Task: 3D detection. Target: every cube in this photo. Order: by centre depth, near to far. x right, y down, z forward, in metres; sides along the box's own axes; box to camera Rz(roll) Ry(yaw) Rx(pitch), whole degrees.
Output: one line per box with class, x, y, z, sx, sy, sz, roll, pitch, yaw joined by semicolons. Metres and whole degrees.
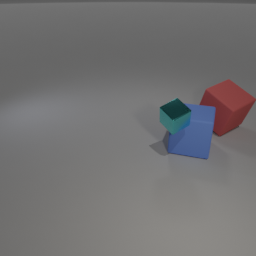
cube;1.459;-0.364;8.702;0.700;0.700;0.700;-29;53;-16
cube;2.256;0.059;9.905;1.400;1.400;1.400;9;28;16
cube;3.788;-0.817;11.009;1.400;1.400;1.400;-24;56;-28
